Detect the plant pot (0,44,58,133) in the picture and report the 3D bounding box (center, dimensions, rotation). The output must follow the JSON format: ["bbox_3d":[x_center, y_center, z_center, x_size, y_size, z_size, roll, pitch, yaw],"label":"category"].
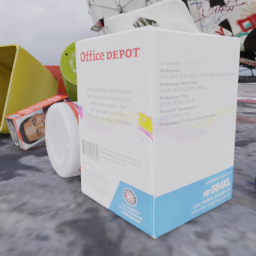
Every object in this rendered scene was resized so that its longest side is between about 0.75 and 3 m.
[{"bbox_3d":[-3.811,-1.037,9.254,2.558,2.558,2.257,6,-7,30],"label":"plant pot"}]

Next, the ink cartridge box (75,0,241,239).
[{"bbox_3d":[0.412,-0.277,4.239,1.756,2.804,1.802,-9,14,-37],"label":"ink cartridge box"}]

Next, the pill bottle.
[{"bbox_3d":[-0.289,0.106,5.875,2.541,1.415,1.415,-7,13,-33],"label":"pill bottle"}]

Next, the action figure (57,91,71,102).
[{"bbox_3d":[-3.145,-1.350,11.688,2.712,2.019,1.816,31,19,-7],"label":"action figure"}]

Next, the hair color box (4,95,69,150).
[{"bbox_3d":[-2.271,-0.199,7.425,0.519,0.861,1.696,10,31,36],"label":"hair color box"}]

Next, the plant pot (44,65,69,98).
[{"bbox_3d":[-4.459,-2.512,17.292,2.066,2.343,2.345,22,22,33],"label":"plant pot"}]

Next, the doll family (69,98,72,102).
[{"bbox_3d":[-3.372,-1.267,14.826,1.738,0.682,1.005,-15,22,-36],"label":"doll family"}]

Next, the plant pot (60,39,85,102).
[{"bbox_3d":[-1.379,-1.985,10.245,2.516,2.516,2.423,1,-7,4],"label":"plant pot"}]
